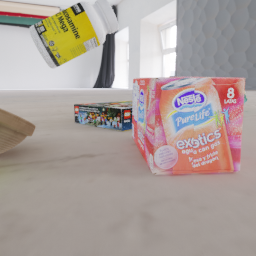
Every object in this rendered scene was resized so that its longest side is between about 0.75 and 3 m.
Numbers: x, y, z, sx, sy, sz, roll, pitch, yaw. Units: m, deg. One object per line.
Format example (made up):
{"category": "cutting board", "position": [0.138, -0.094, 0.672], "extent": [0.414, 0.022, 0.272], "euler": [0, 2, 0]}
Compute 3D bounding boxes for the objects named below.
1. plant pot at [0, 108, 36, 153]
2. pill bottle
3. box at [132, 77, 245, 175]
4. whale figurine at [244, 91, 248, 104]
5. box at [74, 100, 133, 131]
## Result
{"category": "plant pot", "position": [-2.241, 0.011, 4.300], "extent": [1.453, 0.671, 1.453], "euler": [18, -10, 3]}
{"category": "pill bottle", "position": [-1.696, -3.145, 9.112], "extent": [2.615, 1.470, 1.470], "euler": [-28, 12, -3]}
{"category": "box", "position": [0.761, -0.219, 4.606], "extent": [1.169, 1.267, 2.470], "euler": [-1, 9, -5]}
{"category": "whale figurine", "position": [4.055, -0.986, 11.172], "extent": [1.355, 0.884, 1.703], "euler": [-2, -15, 9]}
{"category": "box", "position": [0.236, -0.467, 8.200], "extent": [2.982, 0.562, 2.036], "euler": [-9, 13, -43]}
